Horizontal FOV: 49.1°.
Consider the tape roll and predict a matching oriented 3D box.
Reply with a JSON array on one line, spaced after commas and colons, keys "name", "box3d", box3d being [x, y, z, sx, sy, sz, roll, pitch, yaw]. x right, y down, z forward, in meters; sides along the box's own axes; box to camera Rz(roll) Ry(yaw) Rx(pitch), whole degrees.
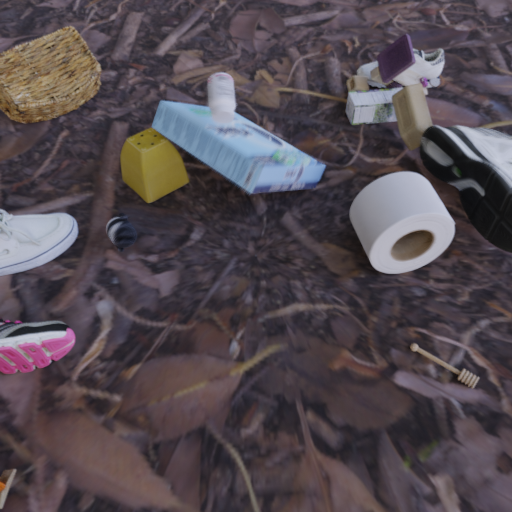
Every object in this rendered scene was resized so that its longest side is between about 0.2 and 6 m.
[{"name": "tape roll", "box3d": [2.564, -0.566, 9.949, 1.561, 1.561, 1.072, -10, 51, -8]}]

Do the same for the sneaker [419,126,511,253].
[{"name": "sneaker", "box3d": [4.790, -1.513, 10.674, 1.906, 1.250, 3.313, -12, 51, -17]}]

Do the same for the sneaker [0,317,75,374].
[{"name": "sneaker", "box3d": [-4.220, 1.218, 8.816, 2.661, 0.981, 1.164, -9, 57, -2]}]

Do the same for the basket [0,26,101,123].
[{"name": "basket", "box3d": [-4.955, -4.037, 13.402, 2.312, 1.722, 1.650, -35, 91, -26]}]

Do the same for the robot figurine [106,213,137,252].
[{"name": "robot figurine", "box3d": [-2.481, -0.428, 10.346, 0.575, 0.477, 0.765, -47, 35, -5]}]

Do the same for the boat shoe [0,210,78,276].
[{"name": "boat shoe", "box3d": [-4.706, -0.374, 10.004, 2.847, 1.214, 1.052, -18, 52, -14]}]

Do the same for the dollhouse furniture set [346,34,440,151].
[{"name": "dollhouse furniture set", "box3d": [3.510, -3.335, 13.014, 1.731, 1.932, 2.439, 8, 66, -37]}]

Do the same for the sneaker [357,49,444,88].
[{"name": "sneaker", "box3d": [3.567, -4.718, 13.901, 2.110, 0.849, 0.806, -4, 52, -1]}]

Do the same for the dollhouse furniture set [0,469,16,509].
[{"name": "dollhouse furniture set", "box3d": [-4.161, 2.705, 7.377, 1.484, 1.501, 0.773, -18, 42, 27]}]

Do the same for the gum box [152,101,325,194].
[{"name": "gum box", "box3d": [-0.311, -2.183, 11.181, 2.716, 0.605, 2.308, 37, 26, 25]}]

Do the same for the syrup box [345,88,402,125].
[{"name": "syrup box", "box3d": [2.860, -3.488, 13.047, 1.404, 0.553, 0.572, -7, 50, -6]}]

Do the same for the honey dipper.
[{"name": "honey dipper", "box3d": [2.970, 1.720, 8.921, 1.128, 0.214, 0.214, 30, 56, 24]}]

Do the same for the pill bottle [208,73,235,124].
[{"name": "pill bottle", "box3d": [-0.626, -2.839, 10.130, 0.468, 0.468, 0.826, -3, 68, -3]}]

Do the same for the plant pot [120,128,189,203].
[{"name": "plant pot", "box3d": [-2.128, -1.941, 11.382, 1.044, 1.075, 1.051, -32, 53, -25]}]
